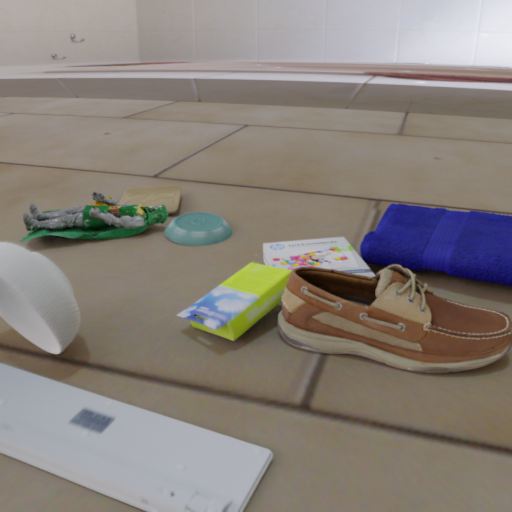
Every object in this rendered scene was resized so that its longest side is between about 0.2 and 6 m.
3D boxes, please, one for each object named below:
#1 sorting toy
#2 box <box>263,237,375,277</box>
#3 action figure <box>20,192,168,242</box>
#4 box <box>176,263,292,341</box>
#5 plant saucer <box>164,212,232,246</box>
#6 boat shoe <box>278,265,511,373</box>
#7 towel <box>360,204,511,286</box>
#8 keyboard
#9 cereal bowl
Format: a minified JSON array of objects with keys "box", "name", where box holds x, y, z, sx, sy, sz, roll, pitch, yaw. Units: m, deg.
[{"box":[-2.984,-1.325,14.025,2.162,0.289,1.611,-4,26,-3],"name":"sorting toy"},{"box":[1.136,0.306,10.221,1.690,0.446,2.168,-5,24,-8],"name":"box"},{"box":[-3.473,-0.863,12.397,3.022,0.826,1.785,-3,27,-8],"name":"action figure"},{"box":[-0.281,0.725,8.882,1.046,0.409,1.715,9,36,46],"name":"box"},{"box":[-1.281,-0.652,12.454,1.511,0.272,1.511,1,26,-1],"name":"plant saucer"},{"box":[1.994,0.818,8.171,3.412,1.225,1.292,4,25,9],"name":"boat shoe"},{"box":[3.927,-0.154,10.838,3.389,0.840,2.502,10,28,26],"name":"towel"},{"box":[-2.062,2.104,6.686,4.434,0.236,1.248,11,22,22],"name":"keyboard"},{"box":[-3.197,0.503,7.987,1.831,1.831,0.763,18,51,33],"name":"cereal bowl"}]
